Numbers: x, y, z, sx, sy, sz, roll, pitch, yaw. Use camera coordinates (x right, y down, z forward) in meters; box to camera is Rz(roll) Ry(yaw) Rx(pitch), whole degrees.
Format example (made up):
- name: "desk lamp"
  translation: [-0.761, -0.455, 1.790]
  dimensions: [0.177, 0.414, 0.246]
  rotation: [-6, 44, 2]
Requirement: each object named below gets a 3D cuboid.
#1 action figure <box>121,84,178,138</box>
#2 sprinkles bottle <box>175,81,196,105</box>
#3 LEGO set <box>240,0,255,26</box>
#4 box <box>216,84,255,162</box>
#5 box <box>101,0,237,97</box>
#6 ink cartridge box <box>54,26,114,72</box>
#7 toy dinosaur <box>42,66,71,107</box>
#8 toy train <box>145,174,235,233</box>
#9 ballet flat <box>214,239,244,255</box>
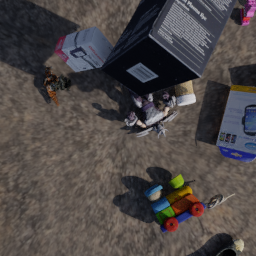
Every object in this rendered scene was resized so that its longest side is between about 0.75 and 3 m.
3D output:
- name: "action figure"
  translation: [0.503, -0.844, 8.817]
  dimensions: [1.717, 0.915, 2.639]
  rotation: [-29, 91, -12]
- name: "sprinkles bottle"
  translation: [1.724, -1.629, 9.005]
  dimensions: [0.598, 0.598, 1.754]
  rotation: [-10, 86, -1]
- name: "LEGO set"
  translation: [4.256, -4.785, 8.987]
  dimensions: [0.986, 1.061, 2.586]
  rotation: [-2, 86, -1]
- name: "box"
  translation: [3.640, -0.128, 8.650]
  dimensions: [1.370, 0.477, 2.302]
  rotation: [14, 89, 34]
- name: "box"
  translation: [0.808, -2.063, 6.008]
  dimensions: [1.268, 2.436, 2.218]
  rotation: [32, 76, -20]
- name: "ink cartridge box"
  translation: [-1.072, -1.933, 7.020]
  dimensions: [1.210, 0.876, 0.510]
  rotation: [-3, 63, 33]
- name: "toy dinosaur"
  translation: [-2.344, -1.377, 9.090]
  dimensions: [0.870, 0.655, 1.282]
  rotation: [-12, 105, 13]
- name: "toy train"
  translation: [1.820, 2.034, 8.630]
  dimensions: [2.444, 1.035, 1.414]
  rotation: [-30, 73, -2]
- name: "ballet flat"
  translation: [2.902, 4.124, 8.646]
  dimensions: [1.803, 0.512, 0.599]
  rotation: [-41, 87, -3]
